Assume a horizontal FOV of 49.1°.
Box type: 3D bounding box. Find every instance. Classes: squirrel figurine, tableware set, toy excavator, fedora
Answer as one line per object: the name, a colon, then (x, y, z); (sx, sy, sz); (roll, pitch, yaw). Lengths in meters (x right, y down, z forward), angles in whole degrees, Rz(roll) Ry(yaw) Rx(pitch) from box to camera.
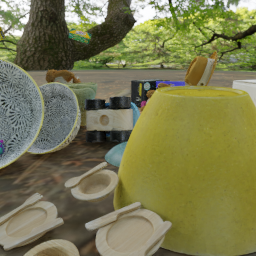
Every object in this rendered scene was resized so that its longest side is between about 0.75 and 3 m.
squirrel figurine: (-3.769, -2.804, 16.989); (2.241, 1.586, 2.092); (24, 15, 18)
tableware set: (-0.707, 1.233, 3.645); (1.889, 0.262, 2.262); (-23, 25, -24)
toy excavator: (-0.548, -0.249, 8.684); (2.376, 1.220, 2.443); (-1, 2, 25)
fedora: (1.822, -1.428, 7.236); (0.532, 1.305, 1.305); (21, 16, 0)
squirrel figurine: (1.512, -0.554, 9.638); (2.168, 1.534, 2.023); (13, 3, -5)

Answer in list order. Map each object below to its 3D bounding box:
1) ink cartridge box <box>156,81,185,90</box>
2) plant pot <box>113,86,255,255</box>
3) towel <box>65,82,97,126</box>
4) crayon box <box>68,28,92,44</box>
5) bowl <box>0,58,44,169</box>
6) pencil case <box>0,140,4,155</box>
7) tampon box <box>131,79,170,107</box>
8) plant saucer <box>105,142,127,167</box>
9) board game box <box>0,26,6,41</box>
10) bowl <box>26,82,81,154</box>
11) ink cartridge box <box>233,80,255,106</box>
ink cartridge box: (1.992, -1.550, 12.912); (1.400, 1.413, 0.307); (0, -13, 0)
plant pot: (1.094, 0.343, 4.517); (2.701, 1.917, 2.701); (-1, 15, 0)
towel: (-1.936, -0.648, 8.832); (1.728, 0.425, 2.330); (-7, -26, -21)
crayon box: (-2.110, -4.054, 12.335); (0.917, 0.267, 0.545); (16, 38, -7)
bowl: (-3.325, -0.166, 6.504); (2.714, 2.714, 1.274); (-4, -17, -15)
pencil case: (-3.216, 0.495, 6.181); (0.374, 0.406, 0.879); (36, 26, 25)
tampon box: (1.106, -1.737, 13.802); (1.674, 1.255, 1.057); (-10, 18, -34)
plant saucer: (0.202, 0.577, 6.857); (1.547, 0.298, 1.547); (0, 15, 0)
board game box: (-3.985, -2.504, 6.149); (1.825, 1.826, 0.563); (-31, 55, -18)
bowl: (-1.953, -0.136, 7.435); (1.952, 1.952, 0.916); (6, -17, 23)
ink cartridge box: (3.755, -0.022, 5.856); (2.638, 1.942, 1.908); (-5, 15, -18)
